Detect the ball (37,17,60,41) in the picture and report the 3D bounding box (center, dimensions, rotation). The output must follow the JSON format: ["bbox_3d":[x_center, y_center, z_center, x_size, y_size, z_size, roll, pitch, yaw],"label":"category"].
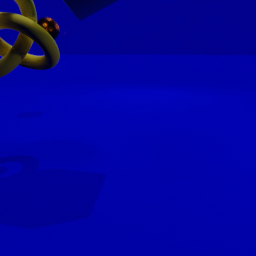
[{"bbox_3d":[-2.996,-3.633,10.371,0.906,0.906,0.906,0,16,0],"label":"ball"}]

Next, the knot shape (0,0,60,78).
[{"bbox_3d":[-2.569,-1.805,5.776,1.872,2.001,0.925,-31,24,11],"label":"knot shape"}]

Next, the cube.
[{"bbox_3d":[-0.807,-3.108,5.325,1.299,1.299,1.299,-26,0,6],"label":"cube"}]
